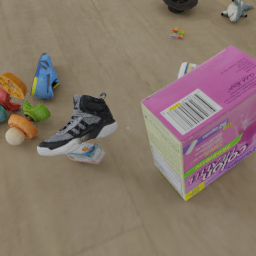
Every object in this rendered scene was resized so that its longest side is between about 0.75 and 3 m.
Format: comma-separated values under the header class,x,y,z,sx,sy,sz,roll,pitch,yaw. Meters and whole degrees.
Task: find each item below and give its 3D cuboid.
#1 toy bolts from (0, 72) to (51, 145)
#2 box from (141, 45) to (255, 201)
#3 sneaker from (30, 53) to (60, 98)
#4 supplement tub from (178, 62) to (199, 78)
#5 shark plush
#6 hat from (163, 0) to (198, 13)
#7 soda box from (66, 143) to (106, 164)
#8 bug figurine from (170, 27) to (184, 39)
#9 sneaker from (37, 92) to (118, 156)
class,x,y,z,sx,sy,sz,roll,pitch,yaw
toy bolts,-3.805,-0.536,8.507,2.071,1.978,1.437,11,55,33
box,1.917,0.026,6.833,2.555,2.905,1.404,-32,55,-11
sneaker,-2.951,-1.891,10.275,0.894,0.752,2.281,10,45,-17
supplement tub,2.496,-1.632,9.751,1.467,1.062,1.062,14,52,12
shark plush,5.371,-5.591,13.543,2.114,0.960,0.881,-25,73,-44
hat,2.374,-6.231,13.723,2.043,0.824,2.043,3,63,-6
soda box,-1.222,0.677,7.755,1.237,0.423,0.393,1,49,42
bug figurine,2.183,-4.162,12.406,0.617,0.205,0.796,17,48,6
sneaker,-1.294,-0.168,6.764,2.098,1.194,0.792,-23,18,-29
